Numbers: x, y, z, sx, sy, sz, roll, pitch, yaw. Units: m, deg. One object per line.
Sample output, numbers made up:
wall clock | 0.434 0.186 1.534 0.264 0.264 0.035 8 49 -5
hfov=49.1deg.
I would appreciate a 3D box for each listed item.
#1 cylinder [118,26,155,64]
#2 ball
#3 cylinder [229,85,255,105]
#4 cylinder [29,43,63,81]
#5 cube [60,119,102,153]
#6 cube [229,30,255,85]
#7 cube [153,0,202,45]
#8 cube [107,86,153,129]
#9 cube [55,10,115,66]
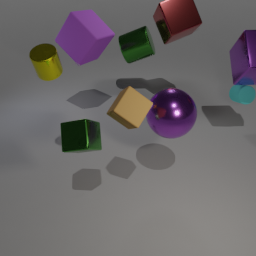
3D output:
cylinder | 0.443 -3.983 13.466 1.400 1.400 1.400 -16 28 17
ball | 1.196 -0.404 7.759 1.400 1.400 1.400 0 31 0
cylinder | 4.333 -1.292 10.641 0.700 0.700 0.700 -6 16 -9
cylinder | -2.132 -1.719 7.339 0.700 0.700 0.700 -2 56 2
cube | -1.105 0.209 6.663 0.700 0.700 0.700 -8 -8 20
cube | 4.489 -2.391 9.650 1.400 1.400 1.400 -1 76 -1
cube | 2.047 -4.589 11.832 1.400 1.400 1.400 -23 3 -4
cube | 0.028 -0.454 6.592 0.700 0.700 0.700 35 -12 -13
cube | -1.654 -3.516 10.853 1.400 1.400 1.400 46 36 1
